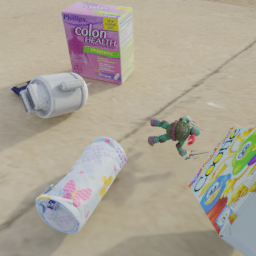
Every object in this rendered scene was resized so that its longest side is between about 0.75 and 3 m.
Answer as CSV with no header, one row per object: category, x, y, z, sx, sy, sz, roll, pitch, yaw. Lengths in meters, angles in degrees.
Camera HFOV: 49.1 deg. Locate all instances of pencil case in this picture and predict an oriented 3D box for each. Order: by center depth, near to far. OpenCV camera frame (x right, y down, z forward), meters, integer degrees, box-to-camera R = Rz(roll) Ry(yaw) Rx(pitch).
pencil case,-0.935,1.159,6.172,1.059,0.971,2.335,13,37,23

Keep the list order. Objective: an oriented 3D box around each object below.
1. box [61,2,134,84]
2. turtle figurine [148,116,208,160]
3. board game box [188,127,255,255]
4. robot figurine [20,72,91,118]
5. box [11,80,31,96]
box,-1.055,-3.240,10.734,2.266,2.576,1.245,15,43,19
turtle figurine,1.317,0.125,7.233,1.603,0.807,1.200,4,62,33
board game box,2.148,0.990,4.361,1.558,1.531,2.972,35,2,4
robot figurine,-2.153,-1.049,8.703,1.895,1.262,2.234,-17,3,41
box,-3.326,-1.323,10.033,1.740,0.282,1.054,31,46,29
